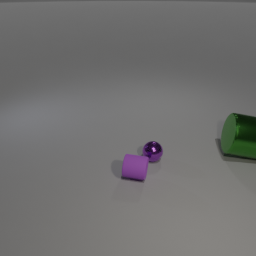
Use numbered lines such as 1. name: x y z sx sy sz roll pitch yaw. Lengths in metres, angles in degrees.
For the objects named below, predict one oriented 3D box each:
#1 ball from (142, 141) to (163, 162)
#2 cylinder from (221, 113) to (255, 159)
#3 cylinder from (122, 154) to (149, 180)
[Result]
1. ball: 0.832 0.788 9.432 0.700 0.700 0.700 0 28 0
2. cylinder: 4.050 0.287 9.409 1.400 1.400 1.400 10 28 0
3. cylinder: 0.228 1.180 8.519 0.700 0.700 0.700 8 29 10
